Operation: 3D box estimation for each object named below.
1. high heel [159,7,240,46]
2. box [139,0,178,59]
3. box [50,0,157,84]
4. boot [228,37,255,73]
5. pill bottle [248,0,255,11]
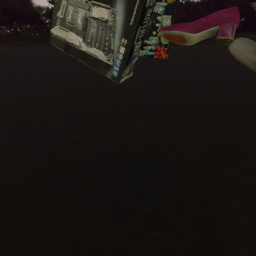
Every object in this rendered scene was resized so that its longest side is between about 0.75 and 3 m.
[{"bbox_3d":[1.707,-2.545,6.821,1.865,0.895,0.628,8,-12,25],"label":"high heel"},{"bbox_3d":[0.400,-3.607,8.055,2.048,2.991,0.596,-1,22,-21],"label":"box"},{"bbox_3d":[-0.494,-2.400,5.437,1.940,2.460,0.612,32,41,13],"label":"box"},{"bbox_3d":[2.024,-0.956,4.120,1.137,0.397,0.748,34,20,0],"label":"boot"},{"bbox_3d":[3.565,-3.283,6.567,2.236,1.338,1.338,41,8,-20],"label":"pill bottle"}]
